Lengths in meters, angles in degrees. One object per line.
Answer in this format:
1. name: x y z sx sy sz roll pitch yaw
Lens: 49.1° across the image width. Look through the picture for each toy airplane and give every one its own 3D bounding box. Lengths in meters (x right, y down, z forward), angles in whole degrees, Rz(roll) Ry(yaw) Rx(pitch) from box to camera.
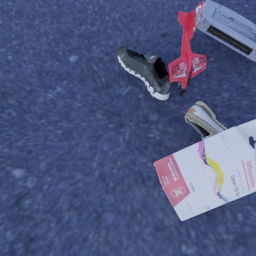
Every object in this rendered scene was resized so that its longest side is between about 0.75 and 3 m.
1. toy airplane: 1.628 -2.124 7.753 0.477 2.592 2.592 20 63 30

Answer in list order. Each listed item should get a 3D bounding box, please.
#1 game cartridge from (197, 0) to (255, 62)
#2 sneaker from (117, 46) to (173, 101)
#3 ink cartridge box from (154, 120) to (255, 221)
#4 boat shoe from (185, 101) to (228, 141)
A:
1. game cartridge: 3.308 -3.105 8.815 2.385 0.495 1.588 30 45 0
2. sneaker: 0.562 -1.848 8.198 0.728 0.992 2.192 -29 69 -38
3. ink cartridge box: 2.006 0.962 6.222 2.458 1.431 0.829 -25 38 7
4. boat shoe: 2.229 0.168 7.390 0.620 0.677 1.811 -40 83 -14
